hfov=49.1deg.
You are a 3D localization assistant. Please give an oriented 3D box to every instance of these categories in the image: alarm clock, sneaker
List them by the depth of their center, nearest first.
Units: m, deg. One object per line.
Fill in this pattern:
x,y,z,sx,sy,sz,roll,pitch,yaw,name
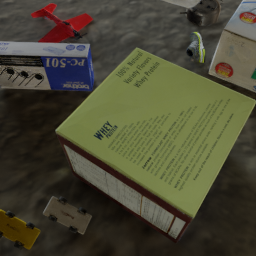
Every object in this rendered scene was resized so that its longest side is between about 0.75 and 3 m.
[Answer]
2.109,-2.596,8.966,0.514,0.470,1.271,-5,55,0,sneaker
2.819,-4.313,10.059,1.754,0.584,1.183,-35,63,-24,alarm clock

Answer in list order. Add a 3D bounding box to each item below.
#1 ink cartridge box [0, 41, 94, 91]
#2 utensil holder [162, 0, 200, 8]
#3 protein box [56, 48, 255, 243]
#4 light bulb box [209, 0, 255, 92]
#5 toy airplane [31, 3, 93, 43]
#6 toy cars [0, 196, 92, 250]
-2.375,-1.711,7.856,2.713,1.275,0.600,2,54,1,ink cartridge box
1.094,-4.192,7.445,1.857,1.578,1.578,9,54,-20,utensil holder
0.597,0.282,6.128,2.872,1.937,2.851,29,61,18,protein box
4.220,-2.482,8.139,2.657,1.673,2.681,26,60,16,light bulb box
-2.359,-3.657,9.679,2.303,0.424,2.303,1,55,-1,toy airplane
-1.798,1.996,5.920,2.032,0.450,0.911,-12,70,-12,toy cars
